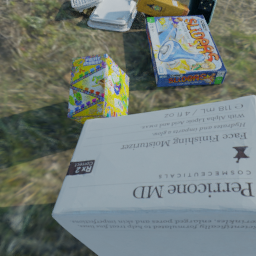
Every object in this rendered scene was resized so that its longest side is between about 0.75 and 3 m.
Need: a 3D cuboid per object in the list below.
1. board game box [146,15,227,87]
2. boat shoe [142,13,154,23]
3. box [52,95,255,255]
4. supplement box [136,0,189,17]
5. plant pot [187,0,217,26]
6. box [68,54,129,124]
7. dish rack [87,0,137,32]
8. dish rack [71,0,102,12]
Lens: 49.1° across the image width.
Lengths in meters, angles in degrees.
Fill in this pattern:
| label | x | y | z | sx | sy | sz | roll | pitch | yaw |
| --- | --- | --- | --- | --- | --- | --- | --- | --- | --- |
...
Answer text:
| label | x | y | z | sx | sy | sz | roll | pitch | yaw |
| --- | --- | --- | --- | --- | --- | --- | --- | --- | --- |
| board game box | 1.659 | -2.458 | 8.623 | 1.927 | 0.490 | 2.846 | -4 | 52 | -3 |
| boat shoe | 0.737 | -4.168 | 10.045 | 0.421 | 0.347 | 1.228 | -6 | 52 | -4 |
| box | 0.751 | 1.095 | 4.150 | 2.490 | 2.503 | 1.636 | -8 | 46 | 22 |
| supplement box | 1.155 | -4.106 | 9.548 | 1.731 | 0.576 | 0.596 | 13 | 44 | -13 |
| plant pot | 2.649 | -4.260 | 9.835 | 0.876 | 0.878 | 0.895 | 22 | 44 | 16 |
| box | -0.597 | -0.735 | 6.352 | 0.845 | 1.384 | 1.334 | -2 | 77 | 20 |
| dish rack | -0.520 | -4.180 | 10.043 | 1.552 | 0.394 | 1.808 | 11 | 52 | 10 |
| dish rack | -1.502 | -4.662 | 10.275 | 1.146 | 0.291 | 1.335 | -19 | 43 | 0 |
